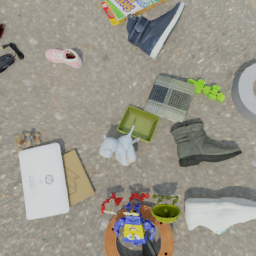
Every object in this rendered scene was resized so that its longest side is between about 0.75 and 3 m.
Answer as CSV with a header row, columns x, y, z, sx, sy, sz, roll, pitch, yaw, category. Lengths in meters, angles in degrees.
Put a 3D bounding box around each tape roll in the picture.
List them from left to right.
x,y,z,sx,sy,sz,roll,pitch,yaw,category
5.602,-1.463,11.524,2.441,0.806,2.441,0,79,0,tape roll

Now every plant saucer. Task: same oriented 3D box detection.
x,y,z,sx,sy,sz,roll,pitch,yaw,category
0.418,-0.102,11.273,1.417,0.340,1.419,21,53,5,plant saucer

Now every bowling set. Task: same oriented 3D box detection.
x,y,z,sx,sy,sz,roll,pitch,yaw,category
-4.097,0.402,11.164,1.150,0.800,0.617,-11,77,-6,bowling set

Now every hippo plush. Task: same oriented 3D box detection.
x,y,z,sx,sy,sz,roll,pitch,yaw,category
-0.379,0.813,10.548,1.209,1.504,1.198,-2,56,-40,hippo plush

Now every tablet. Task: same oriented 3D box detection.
x,y,z,sx,sy,sz,roll,pitch,yaw,category
-3.301,2.063,10.923,1.768,0.186,2.717,-13,80,7,tablet

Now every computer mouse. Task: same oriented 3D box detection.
x,y,z,sx,sy,sz,roll,pitch,yaw,category
-5.388,-3.088,12.104,1.502,0.346,1.055,-35,81,-7,computer mouse

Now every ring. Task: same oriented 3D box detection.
x,y,z,sx,sy,sz,roll,pitch,yaw,category
0.394,4.187,10.362,2.592,0.249,2.592,-3,66,8,ring

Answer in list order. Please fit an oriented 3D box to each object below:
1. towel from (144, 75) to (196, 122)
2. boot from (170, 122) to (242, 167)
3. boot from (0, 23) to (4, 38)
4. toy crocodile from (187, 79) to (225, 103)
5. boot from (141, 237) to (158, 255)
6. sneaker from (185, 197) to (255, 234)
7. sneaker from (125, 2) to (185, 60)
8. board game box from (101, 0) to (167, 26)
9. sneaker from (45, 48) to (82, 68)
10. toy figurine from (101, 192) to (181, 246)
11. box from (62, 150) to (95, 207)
x,y,z,sx,sy,sz,roll,pitch,yaw,category
1.716,-1.178,11.335,1.707,0.295,1.644,20,87,17,towel
3.093,0.508,11.118,2.631,0.891,1.719,-7,73,-3,boot
-6.041,-4.599,12.331,1.065,0.518,1.414,10,82,3,boot
3.246,-1.573,11.740,1.726,0.533,0.583,24,80,10,toy crocodile
0.242,4.989,10.326,1.741,0.571,1.435,-28,78,-1,boot
3.644,3.353,10.502,2.989,1.125,1.322,0,90,6,sneaker
1.062,-4.632,12.050,2.044,1.076,2.829,32,81,4,sneaker
0.262,-5.778,12.679,2.812,0.422,1.343,-28,79,-3,board game box
-2.783,-3.094,11.843,1.680,0.878,0.632,19,81,5,sneaker
0.505,3.495,10.300,2.875,1.517,1.722,0,104,12,toy figurine
-2.420,2.080,11.083,1.591,0.207,1.946,-26,80,-5,box
